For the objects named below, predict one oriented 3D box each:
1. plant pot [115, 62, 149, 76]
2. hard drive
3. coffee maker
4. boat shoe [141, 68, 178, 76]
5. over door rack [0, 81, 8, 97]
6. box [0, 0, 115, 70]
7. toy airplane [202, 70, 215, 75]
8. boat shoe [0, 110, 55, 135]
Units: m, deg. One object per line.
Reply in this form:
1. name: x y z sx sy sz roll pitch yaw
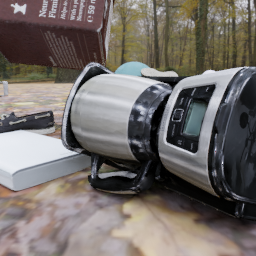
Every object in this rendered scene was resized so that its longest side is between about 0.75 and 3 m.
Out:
1. plant pot: 0.224 -1.811 13.160 2.234 2.234 1.505 2 28 8
2. hard drive: -2.099 0.487 5.474 2.627 0.351 1.733 10 15 39
3. coffee maker: 0.844 -0.002 4.110 2.649 1.857 2.758 -9 15 -42
4. boat shoe: 1.163 -1.900 10.713 1.688 0.564 0.481 0 -35 -30
5. over door rack: -5.535 -0.642 9.091 2.808 0.935 2.074 -18 1 28
6. box: -1.847 -3.010 7.095 2.813 2.333 2.309 6 -11 -1
7. toy airplane: 2.580 -0.987 9.229 2.550 1.799 2.539 -2 12 -13
8. boat shoe: -3.149 -0.134 7.819 2.176 0.656 0.804 -4 12 -19
